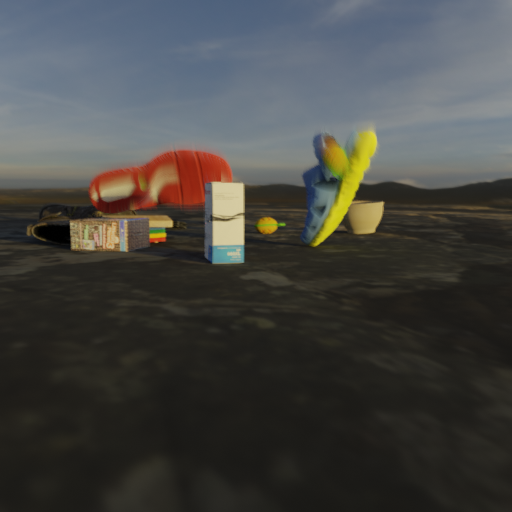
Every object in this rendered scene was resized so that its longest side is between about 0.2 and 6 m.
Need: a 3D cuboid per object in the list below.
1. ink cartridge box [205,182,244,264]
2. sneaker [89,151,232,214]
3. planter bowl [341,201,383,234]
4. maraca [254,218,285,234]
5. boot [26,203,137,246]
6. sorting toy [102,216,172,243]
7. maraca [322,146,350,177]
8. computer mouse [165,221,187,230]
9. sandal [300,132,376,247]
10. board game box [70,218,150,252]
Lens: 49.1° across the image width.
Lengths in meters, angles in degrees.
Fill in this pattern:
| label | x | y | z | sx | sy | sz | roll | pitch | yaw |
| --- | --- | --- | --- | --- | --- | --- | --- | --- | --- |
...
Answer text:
| label | x | y | z | sx | sy | sz | roll | pitch | yaw |
| --- | --- | --- | --- | --- | --- | --- | --- | --- | --- |
| ink cartridge box | -0.561 | -0.584 | 9.579 | 0.563 | 1.338 | 0.967 | -2 | 7 | -12 |
| sneaker | -2.109 | -1.677 | 12.559 | 3.020 | 1.183 | 1.745 | -7 | 9 | -7 |
| planter bowl | 2.871 | -1.048 | 15.402 | 1.259 | 0.847 | 1.259 | -4 | 8 | 1 |
| maraca | 0.359 | -0.828 | 15.321 | 0.852 | 0.456 | 0.584 | -3 | 3 | 0 |
| boot | -3.971 | -0.666 | 13.169 | 2.611 | 0.904 | 2.273 | -1 | 15 | -21 |
| sorting toy | -2.804 | -0.614 | 13.075 | 1.558 | 0.545 | 1.567 | -1 | 8 | -13 |
| maraca | 1.496 | -1.788 | 10.541 | 0.447 | 0.652 | 0.349 | -33 | -22 | 15 |
| computer mouse | -3.599 | -0.934 | 16.722 | 3.024 | 0.515 | 0.886 | 5 | -2 | -5 |
| sandal | 1.446 | -1.445 | 11.490 | 1.170 | 2.687 | 1.068 | 27 | 27 | 13 |
| board game box | -2.981 | -0.449 | 11.490 | 1.265 | 0.613 | 1.009 | 1 | 7 | 16 |
